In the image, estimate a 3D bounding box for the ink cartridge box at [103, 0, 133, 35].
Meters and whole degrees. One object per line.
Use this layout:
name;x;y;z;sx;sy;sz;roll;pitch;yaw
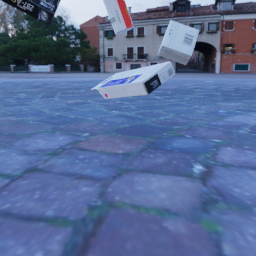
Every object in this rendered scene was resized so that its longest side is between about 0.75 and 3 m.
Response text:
ink cartridge box;-0.410;-3.070;6.235;0.584;1.876;2.331;-19;18;9

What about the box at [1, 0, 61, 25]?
box;-2.134;-2.946;5.742;1.543;1.236;0.336;22;-39;-22

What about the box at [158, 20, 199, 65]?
box;1.783;-3.009;9.927;1.109;1.103;0.725;19;-16;0

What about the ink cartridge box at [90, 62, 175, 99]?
ink cartridge box;0.037;-1.164;7.126;1.052;0.412;2.223;-39;26;-30
